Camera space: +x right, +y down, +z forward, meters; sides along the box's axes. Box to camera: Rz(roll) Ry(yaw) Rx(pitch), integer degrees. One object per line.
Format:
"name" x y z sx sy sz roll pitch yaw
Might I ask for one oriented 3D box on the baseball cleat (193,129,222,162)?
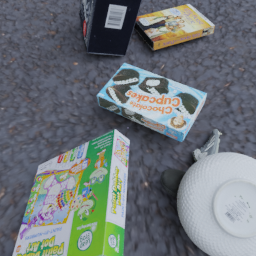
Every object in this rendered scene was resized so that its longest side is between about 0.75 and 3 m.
"baseball cleat" 2.278 0.566 8.076 0.759 0.497 1.426 6 48 15

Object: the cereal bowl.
"cereal bowl" 2.343 1.713 6.146 2.441 1.016 2.441 0 79 1

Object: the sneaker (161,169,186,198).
"sneaker" 1.875 1.443 7.108 2.088 0.948 0.793 18 51 4

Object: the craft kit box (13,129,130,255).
"craft kit box" -1.247 1.679 6.204 2.761 0.670 2.727 -26 45 29

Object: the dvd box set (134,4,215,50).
"dvd box set" 1.755 -4.043 11.060 2.648 0.389 1.937 -19 53 -13

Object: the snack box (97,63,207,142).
"snack box" 0.688 -0.848 8.343 2.814 0.522 1.635 24 60 19

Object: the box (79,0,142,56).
"box" -0.708 -4.577 9.884 1.531 2.942 2.678 0 50 -19
